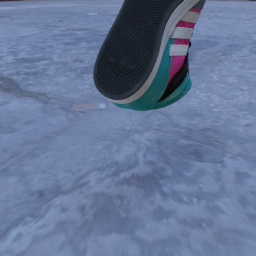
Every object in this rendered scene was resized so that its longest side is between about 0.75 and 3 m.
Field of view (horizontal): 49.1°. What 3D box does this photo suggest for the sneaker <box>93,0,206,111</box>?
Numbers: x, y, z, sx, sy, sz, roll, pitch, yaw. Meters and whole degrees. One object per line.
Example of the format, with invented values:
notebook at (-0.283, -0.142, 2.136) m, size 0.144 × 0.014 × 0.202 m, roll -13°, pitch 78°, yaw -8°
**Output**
sneaker at (0.633, -1.391, 4.323) m, size 1.158 × 2.769 × 1.672 m, roll 29°, pitch -5°, yaw 21°
